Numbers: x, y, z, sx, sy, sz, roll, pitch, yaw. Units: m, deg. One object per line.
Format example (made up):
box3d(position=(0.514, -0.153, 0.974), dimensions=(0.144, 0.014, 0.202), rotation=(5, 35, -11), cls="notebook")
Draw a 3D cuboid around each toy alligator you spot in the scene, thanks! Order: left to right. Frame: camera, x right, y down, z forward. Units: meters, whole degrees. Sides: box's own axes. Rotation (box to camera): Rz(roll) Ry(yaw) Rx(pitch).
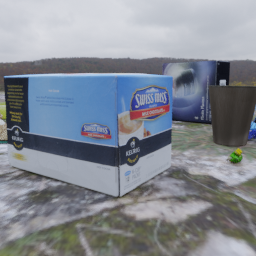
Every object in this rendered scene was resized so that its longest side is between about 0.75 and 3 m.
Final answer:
box3d(position=(2.262, 0.634, 5.883), dimensions=(0.237, 0.259, 0.874), rotation=(47, 29, 16), cls="toy alligator")

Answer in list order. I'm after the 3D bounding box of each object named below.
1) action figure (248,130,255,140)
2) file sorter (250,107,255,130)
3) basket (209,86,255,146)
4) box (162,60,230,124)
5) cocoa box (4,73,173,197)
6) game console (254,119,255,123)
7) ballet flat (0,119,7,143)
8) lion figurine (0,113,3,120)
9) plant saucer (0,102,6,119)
box3d(position=(3.995, 0.152, 7.699), dimensions=(0.843, 0.666, 2.577), rotation=(0, 10, -34), cls="action figure")
box3d(position=(3.654, -0.376, 8.499), dimensions=(1.029, 0.631, 0.714), rotation=(-5, 31, -41), cls="file sorter")
box3d(position=(2.842, -0.362, 7.669), dimensions=(1.073, 1.578, 1.423), rotation=(-7, 11, -35), cls="basket")
box3d(position=(2.847, -1.552, 12.012), dimensions=(2.473, 2.493, 1.537), rotation=(7, 12, 39), cls="box")
box3d(position=(-0.765, -0.114, 5.392), dimensions=(2.788, 1.829, 1.859), rotation=(7, 12, 34), cls="cocoa box")
box3d(position=(4.909, -0.496, 8.921), dimensions=(1.200, 0.245, 2.034), rotation=(-43, 7, -23), cls="game console")
box3d(position=(-4.338, -0.054, 8.034), dimensions=(2.605, 0.850, 0.918), rotation=(1, 9, 6), cls="ballet flat")
box3d(position=(-5.808, -0.405, 11.798), dimensions=(1.110, 0.402, 0.680), rotation=(-15, 19, -6), cls="lion figurine")
box3d(position=(-5.660, -0.917, 13.800), dimensions=(2.634, 0.631, 2.630), rotation=(2, 10, 13), cls="plant saucer")
